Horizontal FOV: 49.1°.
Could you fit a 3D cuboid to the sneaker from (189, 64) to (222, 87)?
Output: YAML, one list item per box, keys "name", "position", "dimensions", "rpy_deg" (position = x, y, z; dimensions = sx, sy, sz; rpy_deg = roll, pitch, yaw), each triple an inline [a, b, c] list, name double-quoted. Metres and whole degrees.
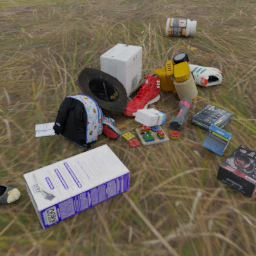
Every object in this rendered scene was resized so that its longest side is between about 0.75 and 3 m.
- name: "sneaker"
  position: [3.595, -2.621, 14.280]
  dimensions: [2.480, 0.873, 1.159]
  rpy_deg: [4, 30, 1]

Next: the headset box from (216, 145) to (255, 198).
- name: "headset box"
  position: [3.702, 1.370, 8.909]
  dimensions: [1.210, 0.611, 1.628]
  rpy_deg: [29, 45, 34]

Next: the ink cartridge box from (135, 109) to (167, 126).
- name: "ink cartridge box"
  position: [0.926, -0.432, 11.321]
  dimensions: [0.772, 0.453, 1.055]
  rpy_deg: [29, 23, 35]

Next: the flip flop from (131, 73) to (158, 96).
- name: "flip flop"
  position: [0.727, -2.116, 13.251]
  dimensions: [0.636, 1.569, 0.452]
  rpy_deg: [22, 36, -54]

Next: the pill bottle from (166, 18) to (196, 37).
- name: "pill bottle"
  position: [3.929, -7.435, 20.734]
  dimensions: [2.120, 1.234, 1.234]
  rpy_deg: [7, 36, 11]

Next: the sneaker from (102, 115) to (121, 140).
- name: "sneaker"
  position: [-0.743, -0.126, 11.012]
  dimensions: [0.761, 0.631, 1.592]
  rpy_deg: [-26, 43, -34]

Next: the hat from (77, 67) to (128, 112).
- name: "hat"
  position: [-1.206, -1.412, 11.836]
  dimensions: [2.439, 0.984, 2.439]
  rpy_deg: [25, 45, -27]

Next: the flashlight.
- name: "flashlight"
  position: [2.201, -0.605, 11.759]
  dimensions: [0.612, 0.609, 1.800]
  rpy_deg: [32, 47, 7]

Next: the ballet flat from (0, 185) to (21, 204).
- name: "ballet flat"
  position: [-4.079, 1.847, 8.313]
  dimensions: [1.864, 0.529, 0.619]
  rpy_deg: [8, 36, 12]

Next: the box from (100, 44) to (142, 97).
- name: "box"
  position: [-0.289, -2.742, 13.484]
  dimensions: [1.304, 1.995, 1.984]
  rpy_deg: [14, 38, 19]

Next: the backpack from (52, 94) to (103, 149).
- name: "backpack"
  position: [-1.732, -0.363, 10.385]
  dimensions: [1.805, 1.719, 1.390]
  rpy_deg: [21, 31, 27]

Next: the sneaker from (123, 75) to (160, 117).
- name: "sneaker"
  position: [0.602, -1.557, 12.349]
  dimensions: [0.942, 1.389, 2.404]
  rpy_deg: [20, 40, 26]

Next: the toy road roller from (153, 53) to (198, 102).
- name: "toy road roller"
  position: [2.194, -2.247, 13.280]
  dimensions: [1.803, 1.518, 2.470]
  rpy_deg: [-16, 39, 18]

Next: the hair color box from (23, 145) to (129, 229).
- name: "hair color box"
  position: [-1.486, 1.626, 8.340]
  dimensions: [2.736, 0.887, 1.496]
  rpy_deg: [-18, 40, -26]

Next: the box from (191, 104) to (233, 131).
- name: "box"
  position: [3.484, -0.408, 11.612]
  dimensions: [1.160, 0.375, 1.471]
  rpy_deg: [27, 43, 33]

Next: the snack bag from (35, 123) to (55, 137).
- name: "snack bag"
  position: [-3.306, 0.072, 11.190]
  dimensions: [0.784, 0.089, 0.831]
  rpy_deg: [-6, 36, -9]

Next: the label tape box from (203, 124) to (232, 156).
- name: "label tape box"
  position: [3.153, 0.362, 9.808]
  dimensions: [0.752, 1.050, 0.347]
  rpy_deg: [30, 44, 23]

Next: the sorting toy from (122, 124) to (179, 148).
- name: "sorting toy"
  position: [0.857, 0.175, 10.817]
  dimensions: [2.118, 0.358, 1.021]
  rpy_deg: [-10, 36, -13]
